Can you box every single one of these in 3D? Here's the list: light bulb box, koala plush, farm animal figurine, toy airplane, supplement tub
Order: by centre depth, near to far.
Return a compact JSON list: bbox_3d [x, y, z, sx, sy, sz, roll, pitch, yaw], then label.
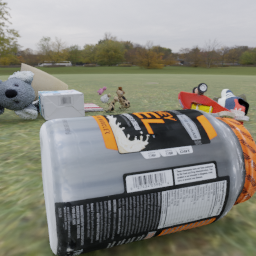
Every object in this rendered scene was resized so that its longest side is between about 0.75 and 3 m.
[{"bbox_3d":[0.279,0.634,4.016,2.852,1.748,1.748,-5,15,-20],"label":"supplement tub"},{"bbox_3d":[2.727,-0.296,9.100,2.123,1.504,2.132,30,-5,44],"label":"toy airplane"},{"bbox_3d":[-4.961,-1.297,11.052,2.649,2.349,2.434,-10,2,-22],"label":"koala plush"},{"bbox_3d":[-2.967,-1.061,12.360,1.696,1.068,1.711,-7,15,-25],"label":"light bulb box"},{"bbox_3d":[-0.600,-1.426,13.391,1.539,1.243,0.774,-11,-1,-40],"label":"farm animal figurine"}]

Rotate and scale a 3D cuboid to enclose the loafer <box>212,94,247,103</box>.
[{"bbox_3d":[5.738,-1.693,15.815,1.876,0.653,0.706,3,14,12],"label":"loafer"}]

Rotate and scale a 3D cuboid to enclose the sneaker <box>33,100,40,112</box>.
[{"bbox_3d":[-4.265,-0.915,13.151,0.709,0.613,1.619,29,33,35],"label":"sneaker"}]

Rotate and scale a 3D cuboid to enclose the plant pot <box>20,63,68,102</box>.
[{"bbox_3d":[-4.365,-1.914,14.296,2.385,2.234,2.234,10,9,-22],"label":"plant pot"}]

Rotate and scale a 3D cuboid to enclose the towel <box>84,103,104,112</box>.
[{"bbox_3d":[-2.029,-1.025,14.135,1.168,0.184,1.621,-4,16,-26],"label":"towel"}]

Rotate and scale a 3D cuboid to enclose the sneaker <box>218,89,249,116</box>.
[{"bbox_3d":[4.678,-0.999,12.372,1.230,1.091,2.911,8,24,20],"label":"sneaker"}]
